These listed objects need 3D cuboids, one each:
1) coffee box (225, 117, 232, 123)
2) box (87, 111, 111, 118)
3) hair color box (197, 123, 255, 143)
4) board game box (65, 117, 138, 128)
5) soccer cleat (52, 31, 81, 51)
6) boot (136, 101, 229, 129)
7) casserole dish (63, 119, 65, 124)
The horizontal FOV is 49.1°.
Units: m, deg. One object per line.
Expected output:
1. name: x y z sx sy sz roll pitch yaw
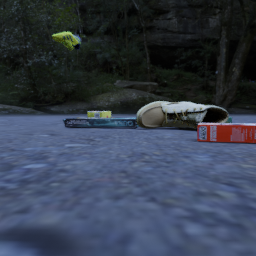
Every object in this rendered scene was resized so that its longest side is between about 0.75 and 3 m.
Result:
1. coffee box: 4.235 -0.377 13.600 0.938 0.335 1.525 -1 3 -12
2. box: -1.697 -0.723 17.098 0.921 0.613 2.446 1 3 8
3. hair color box: 2.030 0.087 5.674 1.176 0.376 0.652 0 4 19
4. board game box: -0.903 -0.215 10.722 2.592 0.365 1.753 1 4 7
5. soccer cleat: -2.669 -3.851 12.477 0.608 0.786 1.880 -1 11 21
6. boot: 1.726 -0.363 9.136 2.524 0.909 1.952 -8 13 -23
7. casserole dish: -2.604 -0.295 13.255 0.698 0.223 1.152 -3 4 -43
